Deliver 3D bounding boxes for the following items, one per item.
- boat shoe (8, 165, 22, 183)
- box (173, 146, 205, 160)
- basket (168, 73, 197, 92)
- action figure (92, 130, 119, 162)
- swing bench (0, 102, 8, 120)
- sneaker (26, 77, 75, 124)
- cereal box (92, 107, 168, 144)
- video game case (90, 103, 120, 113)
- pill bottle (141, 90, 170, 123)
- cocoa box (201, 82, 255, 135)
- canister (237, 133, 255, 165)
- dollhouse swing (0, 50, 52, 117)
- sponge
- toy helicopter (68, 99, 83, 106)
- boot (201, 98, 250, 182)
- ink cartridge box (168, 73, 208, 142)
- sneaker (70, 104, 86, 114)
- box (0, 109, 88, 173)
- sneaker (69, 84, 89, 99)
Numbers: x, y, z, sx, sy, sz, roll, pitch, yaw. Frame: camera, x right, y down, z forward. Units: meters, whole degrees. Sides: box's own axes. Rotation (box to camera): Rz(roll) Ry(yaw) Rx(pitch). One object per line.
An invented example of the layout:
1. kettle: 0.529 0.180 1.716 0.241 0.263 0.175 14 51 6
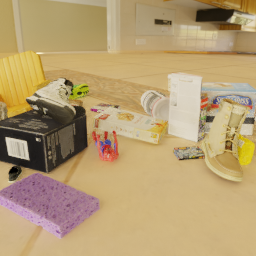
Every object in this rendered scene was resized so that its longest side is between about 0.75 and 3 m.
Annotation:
1. boat shoe: -3.249 1.236 8.014 0.319 0.283 0.853 -1 20 -3
2. box: 2.016 0.830 9.270 0.908 0.181 0.622 -3 22 -9
3. basket: 3.569 -2.821 17.883 1.242 1.130 1.832 -18 27 -40
4. action figure: -0.779 0.354 9.395 0.718 1.090 2.201 -7 23 -14
5. swing bench: -4.789 0.006 9.423 1.628 1.619 1.056 -6 21 -16
6. sneaker: -2.131 -1.034 8.732 2.475 0.934 1.424 18 60 46
7. cereal box: 0.147 -0.158 10.862 2.575 0.509 1.852 14 20 12
8. video game case: -1.137 -0.998 14.230 1.165 0.209 1.056 9 22 23
9. pill bottle: 1.376 -1.039 12.927 1.193 1.193 2.095 -5 20 -13
10. cocoa box: 3.691 -0.888 11.609 2.722 1.786 1.815 3 20 8
11. canister: 3.495 0.581 9.016 0.497 0.853 1.148 -4 23 -12
12. dollhouse swing: -5.228 -2.002 12.743 2.831 2.489 2.572 -12 17 10
13. sponge: -1.924 1.717 6.637 2.237 0.334 1.248 13 24 32
14. toy helicopter: -3.514 -1.482 14.728 2.263 0.893 1.496 10 16 -2
15. boot: 2.987 0.251 8.215 0.892 1.905 2.451 16 22 -4
16. ink cartridge box: 2.243 -0.810 10.464 1.327 2.435 0.613 18 26 40
17. sneaker: -3.111 -0.856 13.088 2.165 0.723 1.160 -8 24 -13
18. box: -2.795 0.279 9.142 2.154 1.286 2.191 9 22 24
19. sneaker: -3.392 -2.082 16.571 0.986 0.874 2.359 -3 11 44
